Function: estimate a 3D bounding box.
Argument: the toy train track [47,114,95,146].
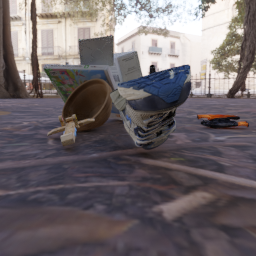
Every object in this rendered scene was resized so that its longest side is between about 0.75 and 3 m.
[{"bbox_3d":[-1.326,-0.053,6.256,1.159,0.329,2.021,-17,16,-5],"label":"toy train track"}]

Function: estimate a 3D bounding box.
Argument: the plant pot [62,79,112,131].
[{"bbox_3d":[-1.044,-0.547,8.186,1.690,1.690,0.780,6,-26,41],"label":"plant pot"}]

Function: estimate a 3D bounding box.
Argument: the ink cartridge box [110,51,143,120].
[{"bbox_3d":[-0.242,-1.566,10.526,0.981,2.362,1.731,-27,24,-31],"label":"ink cartridge box"}]

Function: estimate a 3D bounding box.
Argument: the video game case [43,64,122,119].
[{"bbox_3d":[-1.338,-1.141,9.247,2.182,0.264,2.397,5,-33,19],"label":"video game case"}]

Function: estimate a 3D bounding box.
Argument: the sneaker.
[{"bbox_3d":[0.461,-0.267,4.866,1.141,1.261,2.961,-18,4,-6],"label":"sneaker"}]

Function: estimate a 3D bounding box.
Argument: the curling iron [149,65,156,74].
[{"bbox_3d":[0.591,-0.763,7.179,0.540,0.279,2.180,-20,-30,-12],"label":"curling iron"}]

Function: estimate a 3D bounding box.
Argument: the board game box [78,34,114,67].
[{"bbox_3d":[-0.947,-2.259,8.422,1.059,1.059,0.137,-13,49,-15],"label":"board game box"}]

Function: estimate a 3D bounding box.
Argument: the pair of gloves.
[{"bbox_3d":[3.009,-0.221,9.049,1.415,0.196,1.588,0,14,7],"label":"pair of gloves"}]
